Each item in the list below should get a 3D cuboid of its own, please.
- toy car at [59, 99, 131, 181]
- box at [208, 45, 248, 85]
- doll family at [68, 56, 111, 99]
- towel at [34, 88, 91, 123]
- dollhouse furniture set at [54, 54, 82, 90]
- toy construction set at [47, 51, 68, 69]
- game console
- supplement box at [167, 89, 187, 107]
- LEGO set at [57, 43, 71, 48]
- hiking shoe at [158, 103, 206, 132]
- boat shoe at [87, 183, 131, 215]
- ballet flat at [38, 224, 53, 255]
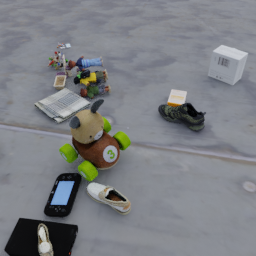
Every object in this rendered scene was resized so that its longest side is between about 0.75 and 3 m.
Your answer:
[{"bbox_3d":[-1.118,0.144,8.911,1.882,2.385,1.959,37,62,23],"label":"toy car"},{"bbox_3d":[4.943,-3.139,13.952,1.447,1.455,0.951,31,52,32],"label":"box"},{"bbox_3d":[-1.933,-2.565,13.626,1.726,1.172,2.987,-12,37,-8],"label":"doll family"},{"bbox_3d":[-2.903,-1.070,12.335,1.796,0.322,1.866,33,50,28],"label":"towel"},{"bbox_3d":[-3.011,-2.808,13.721,1.393,1.248,1.758,-2,41,-2],"label":"dollhouse furniture set"},{"bbox_3d":[-3.904,-3.453,14.933,0.978,0.901,1.172,58,34,-3],"label":"toy construction set"},{"bbox_3d":[-2.210,2.458,8.253,1.723,0.352,2.920,5,40,5],"label":"game console"},{"bbox_3d":[2.184,-1.224,12.506,0.712,0.415,1.129,12,42,13],"label":"supplement box"},{"bbox_3d":[-3.971,-5.094,17.224,0.825,0.202,0.616,-11,38,-12],"label":"LEGO set"},{"bbox_3d":[2.204,-0.698,11.401,2.084,1.049,0.789,23,46,25],"label":"hiking shoe"},{"bbox_3d":[-0.598,2.036,8.590,1.584,0.542,0.592,21,46,23],"label":"boat shoe"},{"bbox_3d":[-2.174,2.914,7.208,0.339,0.377,1.000,-16,44,-15],"label":"ballet flat"}]
